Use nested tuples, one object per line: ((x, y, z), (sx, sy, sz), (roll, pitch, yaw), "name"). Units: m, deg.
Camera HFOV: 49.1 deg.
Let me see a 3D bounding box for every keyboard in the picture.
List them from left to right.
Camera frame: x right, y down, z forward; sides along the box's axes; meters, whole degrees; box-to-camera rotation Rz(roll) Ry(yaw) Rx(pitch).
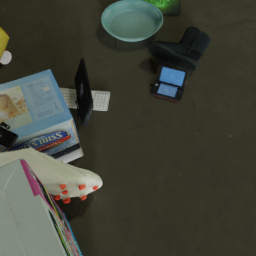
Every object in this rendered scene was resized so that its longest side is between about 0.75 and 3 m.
((-2.717, 0.094, 5.990), (0.774, 0.099, 0.465), (24, 69, 10), "keyboard")
((-1.855, -0.947, 8.888), (2.513, 0.134, 0.707), (5, 56, 4), "keyboard")
((-1.220, -1.010, 8.298), (0.449, 1.179, 2.266), (9, 42, -25), "keyboard")

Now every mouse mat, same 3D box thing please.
((1.214, -5.282, 11.510), (1.871, 0.070, 1.505), (-2, 77, 2), "mouse mat")

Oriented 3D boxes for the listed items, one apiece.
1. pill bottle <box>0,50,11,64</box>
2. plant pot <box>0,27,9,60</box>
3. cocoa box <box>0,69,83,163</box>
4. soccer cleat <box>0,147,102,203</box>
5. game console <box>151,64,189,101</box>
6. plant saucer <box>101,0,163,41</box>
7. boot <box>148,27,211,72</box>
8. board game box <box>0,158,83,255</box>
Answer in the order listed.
((-4.529, -2.604, 9.797), (0.827, 0.467, 0.467), (31, 61, 19), "pill bottle")
((-4.666, -2.385, 7.728), (2.062, 2.338, 2.338), (-49, 36, 1), "plant pot")
((-2.838, 0.105, 7.139), (2.807, 1.842, 1.872), (-22, 59, -14), "cocoa box")
((-1.822, 0.972, 6.203), (2.945, 1.020, 1.142), (13, 46, -41), "soccer cleat")
((1.323, -1.439, 8.934), (1.014, 0.602, 0.874), (16, 57, 11), "game console")
((0.157, -4.062, 10.770), (2.342, 0.421, 2.342), (0, 59, 0), "plant saucer")
((1.826, -2.937, 9.845), (1.880, 0.718, 1.580), (24, 63, 8), "boot")
((-1.484, 2.207, 5.045), (0.959, 2.983, 2.201), (-25, 60, -16), "board game box")
